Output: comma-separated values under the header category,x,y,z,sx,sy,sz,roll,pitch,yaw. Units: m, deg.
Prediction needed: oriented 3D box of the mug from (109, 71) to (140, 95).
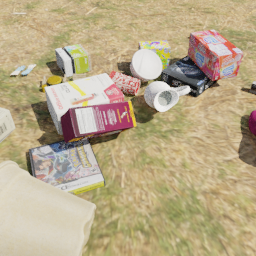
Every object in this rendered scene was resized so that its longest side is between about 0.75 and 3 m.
category,x,y,z,sx,sy,sz,roll,pitch,yaw
mug,-0.110,-1.891,11.527,1.193,0.796,1.059,17,46,13

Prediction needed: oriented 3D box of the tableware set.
category,x,y,z,sx,sy,sz,roll,pitch,yaw
tableware set,-2.653,-1.782,11.801,1.928,0.296,1.299,-5,45,-7

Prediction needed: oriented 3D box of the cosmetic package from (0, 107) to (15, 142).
category,x,y,z,sx,sy,sz,roll,pitch,yaw
cosmetic package,-5.328,-0.242,9.585,2.462,0.875,1.295,17,44,18

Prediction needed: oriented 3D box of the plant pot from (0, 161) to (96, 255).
category,x,y,z,sx,sy,sz,roll,pitch,yaw
plant pot,-1.955,2.164,6.109,2.196,2.399,2.399,16,43,1

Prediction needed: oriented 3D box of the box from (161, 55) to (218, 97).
category,x,y,z,sx,sy,sz,roll,pitch,yaw
box,2.884,-2.390,12.266,1.889,0.513,2.357,33,51,31

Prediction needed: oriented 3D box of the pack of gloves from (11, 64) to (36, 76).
category,x,y,z,sx,sy,sz,roll,pitch,yaw
pack of gloves,-4.754,-2.590,12.806,0.842,0.198,1.002,-2,36,11

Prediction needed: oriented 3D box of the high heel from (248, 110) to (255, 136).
category,x,y,z,sx,sy,sz,roll,pitch,yaw
high heel,4.731,-0.016,9.007,0.922,1.314,2.734,-3,42,-4

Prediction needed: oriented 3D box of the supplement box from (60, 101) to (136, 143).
category,x,y,z,sx,sy,sz,roll,pitch,yaw
supplement box,-0.945,-0.201,8.852,2.074,1.144,0.888,-10,83,-30

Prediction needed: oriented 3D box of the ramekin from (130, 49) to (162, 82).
category,x,y,z,sx,sy,sz,roll,pitch,yaw
ramekin,0.698,-2.557,11.710,1.347,0.627,1.347,4,77,-20

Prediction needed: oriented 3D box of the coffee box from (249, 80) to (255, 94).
category,x,y,z,sx,sy,sz,roll,pitch,yaw
coffee box,5.430,-1.597,11.444,0.758,0.428,0.303,25,47,25

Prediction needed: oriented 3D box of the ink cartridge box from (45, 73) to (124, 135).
category,x,y,z,sx,sy,sz,roll,pitch,yaw
ink cartridge box,-1.589,-0.933,10.240,2.464,1.028,1.788,-18,45,-19

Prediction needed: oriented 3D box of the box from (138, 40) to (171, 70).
category,x,y,z,sx,sy,sz,roll,pitch,yaw
box,1.144,-3.164,12.572,1.302,1.254,0.794,-4,42,-5

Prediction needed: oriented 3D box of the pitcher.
category,x,y,z,sx,sy,sz,roll,pitch,yaw
pitcher,1.385,-1.237,10.252,1.444,1.020,1.683,-22,17,-5

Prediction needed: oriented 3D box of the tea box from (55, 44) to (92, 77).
category,x,y,z,sx,sy,sz,roll,pitch,yaw
tea box,-2.487,-3.111,12.805,1.267,0.860,1.288,-20,45,-22

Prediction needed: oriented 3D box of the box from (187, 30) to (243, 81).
category,x,y,z,sx,sy,sz,roll,pitch,yaw
box,3.585,-3.122,11.822,1.189,1.138,2.384,-11,43,-12

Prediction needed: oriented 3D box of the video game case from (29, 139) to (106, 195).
category,x,y,z,sx,sy,sz,roll,pitch,yaw
video game case,-1.901,1.160,8.479,1.916,0.270,2.120,-15,44,-15
